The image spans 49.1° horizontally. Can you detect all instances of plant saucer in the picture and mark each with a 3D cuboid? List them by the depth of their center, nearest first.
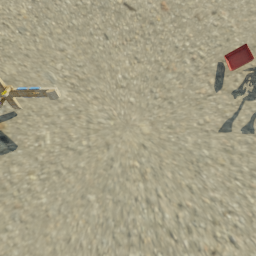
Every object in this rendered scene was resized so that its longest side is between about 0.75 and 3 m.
[{"bbox_3d":[3.630,-2.275,9.145,0.801,0.147,0.799,-27,47,27],"label":"plant saucer"}]

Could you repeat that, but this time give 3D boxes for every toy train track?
[{"bbox_3d":[-3.152,-0.915,8.052,2.561,1.469,0.417,1,50,19],"label":"toy train track"}]
